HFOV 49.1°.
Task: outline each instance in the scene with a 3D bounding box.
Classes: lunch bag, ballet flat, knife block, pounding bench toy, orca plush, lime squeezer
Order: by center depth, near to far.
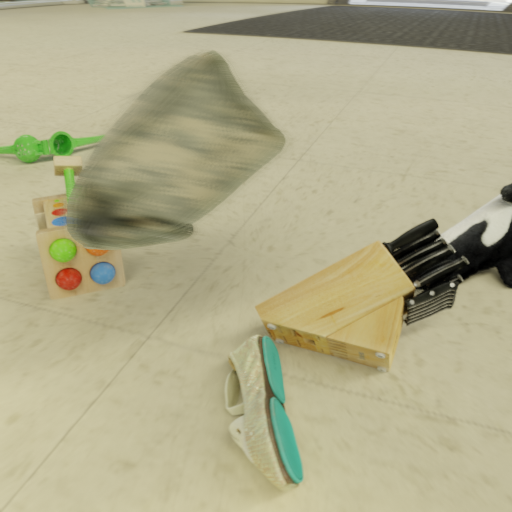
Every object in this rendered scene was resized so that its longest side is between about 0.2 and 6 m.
[{"bbox_3d":[0.022,1.805,6.382,0.713,0.772,2.288,-27,26,9],"label":"ballet flat"},{"bbox_3d":[-1.097,-1.078,6.477,2.413,1.419,1.979,-41,21,2],"label":"lunch bag"},{"bbox_3d":[1.482,0.328,7.592,2.471,0.791,2.169,12,65,19],"label":"knife block"},{"bbox_3d":[-2.851,-0.490,8.837,1.176,1.893,1.476,-11,32,-18],"label":"pounding bench toy"},{"bbox_3d":[3.775,-0.103,8.840,3.674,1.933,1.306,-22,68,-36],"label":"orca plush"},{"bbox_3d":[-5.181,-2.673,13.916,3.633,0.685,1.283,-11,2,-15],"label":"lime squeezer"}]
